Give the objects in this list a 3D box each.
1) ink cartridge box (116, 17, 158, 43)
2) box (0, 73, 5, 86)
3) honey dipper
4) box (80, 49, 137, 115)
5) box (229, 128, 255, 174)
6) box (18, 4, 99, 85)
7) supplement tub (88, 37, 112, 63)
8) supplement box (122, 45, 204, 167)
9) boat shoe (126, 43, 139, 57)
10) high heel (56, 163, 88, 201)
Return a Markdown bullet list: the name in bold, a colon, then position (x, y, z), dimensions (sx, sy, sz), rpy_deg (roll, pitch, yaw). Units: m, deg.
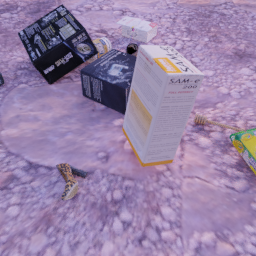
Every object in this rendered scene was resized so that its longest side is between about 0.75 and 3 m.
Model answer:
- **ink cartridge box**: position (0.385, -4.636, 13.126), dimensions (1.721, 0.581, 1.002), rpy_deg (25, 48, 22)
- **box**: position (-5.741, -1.560, 9.875), dimensions (1.641, 0.446, 2.048), rpy_deg (25, 48, 25)
- **honey dipper**: position (2.765, -0.119, 8.455), dimensions (1.515, 0.288, 0.288), rpy_deg (16, 45, 15)
- **box**: position (-0.300, -1.635, 9.492), dimensions (1.871, 1.098, 1.840), rpy_deg (25, 49, 23)
- **box**: position (3.608, 0.645, 7.424), dimensions (1.057, 0.436, 1.801), rpy_deg (-13, 47, -14)
- **box**: position (-2.717, -3.247, 10.655), dimensions (2.201, 1.158, 2.688), rpy_deg (-35, 49, -3)
- **supplement tub**: position (-1.260, -3.201, 11.419), dimensions (0.773, 0.773, 1.069), rpy_deg (29, 50, 28)
- **supplement box**: position (0.707, -0.520, 6.822), dimensions (0.928, 2.524, 1.590), rpy_deg (-4, 39, -22)
- **boat shoe**: position (0.212, -3.130, 11.480), dimensions (0.598, 0.588, 1.605), rpy_deg (2, 43, 2)
- **high heel**: position (-1.575, 1.285, 6.771), dimensions (0.825, 0.413, 1.158), rpy_deg (17, 29, 9)
